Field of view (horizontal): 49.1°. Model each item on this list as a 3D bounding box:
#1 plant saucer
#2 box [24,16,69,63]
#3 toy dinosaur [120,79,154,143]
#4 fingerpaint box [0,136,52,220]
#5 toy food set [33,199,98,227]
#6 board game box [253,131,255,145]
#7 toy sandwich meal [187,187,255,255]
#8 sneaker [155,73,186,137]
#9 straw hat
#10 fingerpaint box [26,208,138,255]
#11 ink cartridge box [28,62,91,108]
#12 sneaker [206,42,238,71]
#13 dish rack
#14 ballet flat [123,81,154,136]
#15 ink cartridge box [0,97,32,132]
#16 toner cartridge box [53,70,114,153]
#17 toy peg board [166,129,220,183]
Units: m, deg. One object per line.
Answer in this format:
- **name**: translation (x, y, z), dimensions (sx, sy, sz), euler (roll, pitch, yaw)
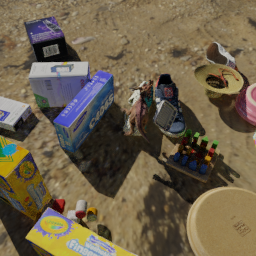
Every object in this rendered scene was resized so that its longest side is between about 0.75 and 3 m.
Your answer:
- **plant saucer**: translation (5.488, -0.999, 10.745), dimensions (2.519, 0.639, 2.519), euler (-3, 44, 3)
- **box**: translation (-3.947, -4.292, 13.491), dimensions (1.557, 1.098, 2.104), euler (-20, 52, -16)
- **toy dinosaur**: translation (0.386, -0.581, 9.046), dimensions (0.894, 1.411, 2.082), euler (7, 49, -14)
- **fingerpaint box**: translation (-3.414, 1.265, 7.738), dimensions (2.071, 2.483, 0.911), euler (23, 54, 18)
- **toy food set**: translation (-1.755, 2.517, 7.642), dimensions (1.781, 0.850, 0.801), euler (-2, 37, 2)
- **board game box**: translation (5.117, 0.904, 8.787), dimensions (1.394, 1.369, 2.658), euler (3, 49, 2)
- **toy sandwich meal**: translation (2.982, 2.880, 7.414), dimensions (2.934, 1.005, 2.934), euler (-2, 47, 2)
- **sneaker**: translation (1.528, -0.958, 10.529), dimensions (1.048, 1.181, 2.795), euler (-7, 49, -6)
- **straw hat**: translation (3.569, -1.708, 11.396), dimensions (2.091, 0.885, 2.091), euler (4, 46, -5)
- **fingerpaint box**: translation (-0.988, 3.095, 6.509), dimensions (2.337, 1.950, 0.857), euler (22, 52, 17)
- **ink cartridge box**: translation (-2.521, -1.667, 10.894), dimensions (2.164, 1.572, 0.947), euler (-1, 49, -1)
- **sneaker**: translation (4.316, -3.132, 12.870), dimensions (0.965, 0.829, 2.278), euler (22, 35, -25)
- **dish rack**: translation (1.199, -0.401, 9.241), dimensions (0.225, 1.033, 0.886), euler (22, 85, 39)
- **ballet flat**: translation (0.339, -0.805, 10.661), dimensions (0.957, 0.957, 2.666), euler (9, 49, 8)
- **ink cartridge box**: translation (-5.071, -0.687, 10.804), dimensions (2.438, 0.452, 1.154), euler (17, 52, 11)
- **toner cartridge box**: translation (-1.461, -0.655, 10.135), dimensions (0.639, 1.406, 2.961), euler (20, 53, 17)
- **toy peg board**: translation (2.227, 0.806, 9.326), dimensions (1.435, 0.702, 1.429), euler (24, 53, 20)
